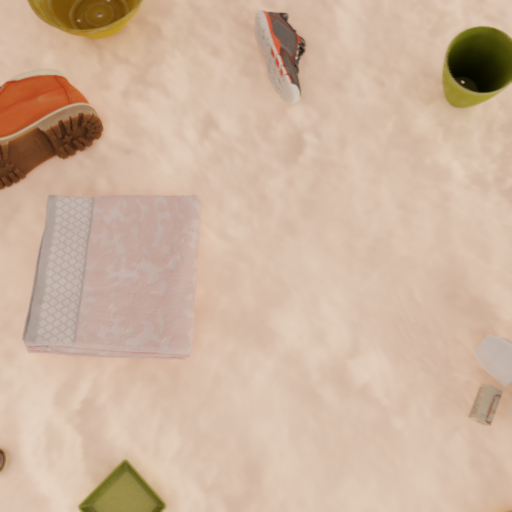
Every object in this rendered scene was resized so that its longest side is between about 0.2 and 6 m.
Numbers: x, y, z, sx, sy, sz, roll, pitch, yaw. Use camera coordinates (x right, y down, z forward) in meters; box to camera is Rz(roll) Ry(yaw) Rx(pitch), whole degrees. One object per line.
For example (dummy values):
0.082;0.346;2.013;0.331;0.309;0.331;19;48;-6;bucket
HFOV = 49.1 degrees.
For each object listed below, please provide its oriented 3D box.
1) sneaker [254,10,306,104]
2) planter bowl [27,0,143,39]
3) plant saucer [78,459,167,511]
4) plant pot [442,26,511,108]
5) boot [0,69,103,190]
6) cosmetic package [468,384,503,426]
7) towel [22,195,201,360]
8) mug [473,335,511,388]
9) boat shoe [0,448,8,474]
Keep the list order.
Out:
0.648;-4.094;11.224;0.908;0.854;2.217;-14;73;-11;sneaker
-3.320;-5.249;11.487;2.439;1.016;2.439;0;72;1;planter bowl
-2.084;3.938;8.820;1.016;0.243;1.014;43;77;13;plant saucer
4.071;-3.366;10.604;1.307;1.397;1.307;-1;81;5;plant pot
-4.738;-2.381;10.525;3.281;1.231;1.759;-27;69;-16;boot
3.795;2.460;9.263;0.270;0.319;0.618;27;76;1;cosmetic package
-2.456;0.275;9.842;2.866;0.484;3.001;1;69;1;towel
4.141;1.675;9.434;0.850;0.627;0.745;-25;58;-39;mug
-4.810;3.283;8.856;1.629;0.586;0.587;2;72;1;boat shoe
